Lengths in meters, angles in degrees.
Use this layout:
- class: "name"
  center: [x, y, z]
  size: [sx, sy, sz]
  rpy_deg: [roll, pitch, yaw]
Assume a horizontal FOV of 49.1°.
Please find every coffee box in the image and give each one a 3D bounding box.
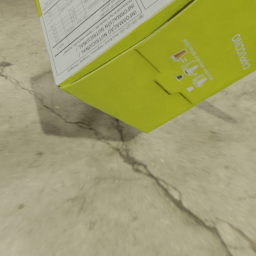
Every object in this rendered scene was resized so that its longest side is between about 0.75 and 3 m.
- class: "coffee box"
  center: [0.412, -1.987, 5.052]
  size: [2.837, 2.832, 2.805]
  rpy_deg: [-31, 62, 21]
